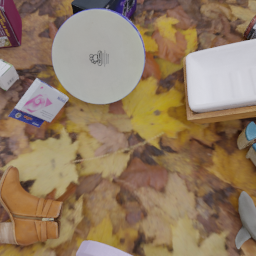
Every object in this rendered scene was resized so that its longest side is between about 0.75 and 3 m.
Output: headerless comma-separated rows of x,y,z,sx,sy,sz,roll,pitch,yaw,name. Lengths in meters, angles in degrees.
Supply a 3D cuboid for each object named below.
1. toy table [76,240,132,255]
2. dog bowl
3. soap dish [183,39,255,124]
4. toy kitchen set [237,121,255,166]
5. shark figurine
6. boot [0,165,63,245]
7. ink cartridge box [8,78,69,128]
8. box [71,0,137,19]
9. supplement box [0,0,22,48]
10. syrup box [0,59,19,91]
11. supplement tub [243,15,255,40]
-0.044,3.750,5.547,2.869,2.637,1.680,24,50,6,toy table
-0.813,-2.080,8.222,2.662,2.662,1.049,2,20,1,dog bowl
3.189,-1.319,8.242,2.940,1.194,2.313,-8,61,19,soap dish
4.472,0.584,7.604,1.878,1.381,2.345,-23,66,-11,toy kitchen set
3.654,2.675,6.841,2.295,0.958,1.371,31,69,16,shark figurine
-2.498,1.955,7.309,1.569,0.747,2.028,-3,76,0,boot
-2.348,-0.568,7.507,0.268,1.213,1.236,39,94,27,ink cartridge box
-0.708,-4.190,9.704,1.043,1.867,2.645,27,67,13,box
-5.267,-3.733,9.522,2.729,1.786,1.408,-7,64,-4,supplement box
-4.547,-1.985,9.269,1.665,0.678,0.656,27,64,13,syrup box
5.020,-3.211,9.757,1.718,0.919,0.919,34,68,15,supplement tub
